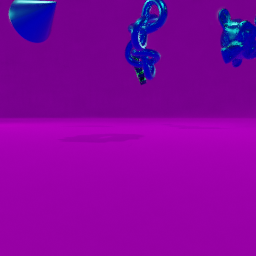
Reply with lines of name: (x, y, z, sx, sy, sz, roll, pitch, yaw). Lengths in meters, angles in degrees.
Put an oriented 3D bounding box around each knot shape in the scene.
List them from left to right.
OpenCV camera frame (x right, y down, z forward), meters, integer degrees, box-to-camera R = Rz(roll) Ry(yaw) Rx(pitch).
knot shape: (0.498, -2.250, 8.932, 0.671, 1.452, 1.358, -42, 6, -8)
knot shape: (0.529, -2.823, 7.414, 0.649, 1.405, 1.315, 30, -48, -17)

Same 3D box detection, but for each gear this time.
gear: (0.386, -2.328, 10.855, 0.243, 1.315, 1.315, -20, 1, 3)

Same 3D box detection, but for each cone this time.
cone: (-2.704, -3.696, 8.927, 1.524, 1.518, 1.518, -8, -4, 42)

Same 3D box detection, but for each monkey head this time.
monkey head: (2.568, -2.053, 6.830, 1.151, 1.601, 0.965, -34, 29, -7)

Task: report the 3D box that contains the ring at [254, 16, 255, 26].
ring: (2.867, -1.684, 5.054, 1.315, 0.263, 1.315, 35, 15, -11)
